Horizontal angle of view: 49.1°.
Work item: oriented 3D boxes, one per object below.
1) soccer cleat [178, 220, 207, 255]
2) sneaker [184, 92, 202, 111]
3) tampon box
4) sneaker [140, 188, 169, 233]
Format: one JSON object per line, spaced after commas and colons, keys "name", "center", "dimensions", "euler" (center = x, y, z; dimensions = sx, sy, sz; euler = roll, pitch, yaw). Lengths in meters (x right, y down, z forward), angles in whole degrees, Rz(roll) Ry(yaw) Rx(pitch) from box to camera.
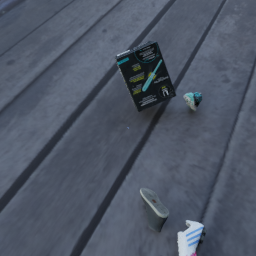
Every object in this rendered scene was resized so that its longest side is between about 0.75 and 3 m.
{"name": "soccer cleat", "center": [1.286, 2.645, 6.184], "dimensions": [0.561, 0.454, 1.299], "euler": [19, 48, 23]}
{"name": "sneaker", "center": [2.031, -0.932, 8.569], "dimensions": [0.437, 1.126, 0.514], "euler": [42, 93, 19]}
{"name": "tampon box", "center": [0.501, -1.573, 8.425], "dimensions": [1.264, 1.686, 1.064], "euler": [-23, 19, 3]}
{"name": "sneaker", "center": [0.530, 1.949, 6.725], "dimensions": [0.408, 0.579, 1.090], "euler": [6, 23, -27]}
